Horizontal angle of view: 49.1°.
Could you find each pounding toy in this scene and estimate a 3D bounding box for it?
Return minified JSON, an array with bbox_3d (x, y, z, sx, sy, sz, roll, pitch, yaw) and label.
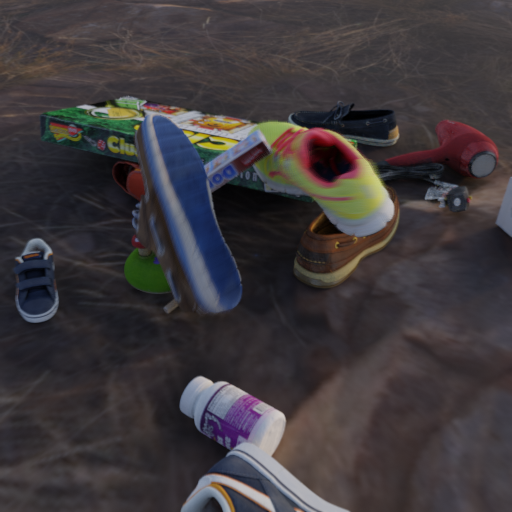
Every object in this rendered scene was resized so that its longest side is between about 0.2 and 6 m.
[{"bbox_3d":[-1.391,0.017,8.755,1.223,0.735,1.584,-28,44,-31],"label":"pounding toy"}]

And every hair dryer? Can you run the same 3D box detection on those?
[{"bbox_3d":[3.652,-2.129,11.581,2.511,0.896,3.297,21,40,28],"label":"hair dryer"}]

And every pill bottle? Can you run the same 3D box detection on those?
[{"bbox_3d":[-0.293,1.830,6.371,1.133,0.636,0.636,22,41,28],"label":"pill bottle"}]

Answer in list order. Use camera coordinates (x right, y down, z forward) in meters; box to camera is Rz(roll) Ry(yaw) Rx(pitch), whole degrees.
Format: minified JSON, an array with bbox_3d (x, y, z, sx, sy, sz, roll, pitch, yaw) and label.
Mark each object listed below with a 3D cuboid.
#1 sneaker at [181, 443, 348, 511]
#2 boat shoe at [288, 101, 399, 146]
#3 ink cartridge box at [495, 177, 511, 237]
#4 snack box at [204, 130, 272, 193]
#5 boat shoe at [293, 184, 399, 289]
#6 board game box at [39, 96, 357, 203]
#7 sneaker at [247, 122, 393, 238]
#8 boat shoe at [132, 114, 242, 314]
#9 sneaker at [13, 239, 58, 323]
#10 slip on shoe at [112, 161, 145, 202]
[{"bbox_3d":[0.410,2.698,4.896,2.570,1.008,1.020,18,34,40],"label":"sneaker"},{"bbox_3d":[2.033,-3.175,13.082,2.617,0.814,0.976,12,40,18],"label":"boat shoe"},{"bbox_3d":[5.099,-0.802,9.656,1.374,0.998,0.993,-10,37,-13],"label":"ink cartridge box"},{"bbox_3d":[-0.811,-1.166,8.733,2.277,0.277,0.819,-32,22,9],"label":"snack box"},{"bbox_3d":[1.647,-0.575,9.363,1.042,0.977,2.894,23,42,28],"label":"boat shoe"},{"bbox_3d":[-1.106,-2.386,11.595,5.843,0.685,3.061,15,29,18],"label":"board game box"},{"bbox_3d":[0.822,-1.520,8.496,1.155,1.334,2.954,-47,52,-9],"label":"sneaker"},{"bbox_3d":[-1.184,-0.495,7.740,1.027,2.836,1.025,-17,3,30],"label":"boat shoe"},{"bbox_3d":[-3.349,0.332,8.468,0.596,0.604,1.520,-10,39,-16],"label":"sneaker"},{"bbox_3d":[-2.068,-1.293,10.441,0.653,0.791,2.136,2,23,-39],"label":"slip on shoe"}]
